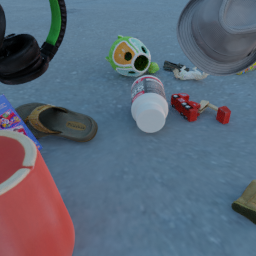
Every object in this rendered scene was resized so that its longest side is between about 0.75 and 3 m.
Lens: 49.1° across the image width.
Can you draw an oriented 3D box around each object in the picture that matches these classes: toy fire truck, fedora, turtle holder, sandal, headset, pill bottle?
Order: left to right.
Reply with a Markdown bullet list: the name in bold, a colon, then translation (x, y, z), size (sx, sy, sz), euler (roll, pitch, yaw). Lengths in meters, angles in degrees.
- **headset**: translation (-2.372, -1.500, 4.865), size (1.395, 1.833, 2.969), euler (29, 82, 35)
- **sandal**: translation (-2.077, -0.157, 7.515), size (2.502, 0.683, 1.022), euler (12, 78, 8)
- **turtle holder**: translation (0.226, -2.627, 11.090), size (1.518, 1.998, 1.419), euler (-45, 45, -6)
- **pill bottle**: translation (0.624, -0.715, 8.321), size (1.069, 1.069, 1.931), euler (0, 34, 0)
- **toy fire truck**: translation (2.236, -0.648, 8.814), size (1.212, 0.419, 1.719), euler (-11, 34, -17)
- **fedora**: translation (1.951, -1.970, 5.064), size (1.974, 1.746, 0.891), euler (-32, -2, -14)

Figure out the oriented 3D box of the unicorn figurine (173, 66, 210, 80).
- **unicorn figurine**: translation (2.563, -2.141, 11.037), size (1.520, 0.561, 1.044), euler (-13, 27, 15)

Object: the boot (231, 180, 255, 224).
- **boot**: translation (2.692, 1.491, 5.676), size (0.965, 0.319, 0.845), euler (-26, 41, -35)

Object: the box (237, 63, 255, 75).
- **box**: translation (4.855, -3.018, 11.680), size (1.261, 1.214, 0.769), euler (-20, 39, -29)

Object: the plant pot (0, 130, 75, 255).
- **plant pot**: translation (-2.088, 1.299, 4.406), size (2.316, 2.049, 2.316), euler (0, 33, 0)

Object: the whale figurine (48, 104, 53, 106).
- **whale figurine**: translation (-2.484, -0.424, 8.451), size (1.141, 0.592, 0.908), euler (1, 1, -40)

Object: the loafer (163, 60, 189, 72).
- **loafer**: translation (2.028, -2.599, 11.762), size (1.138, 0.358, 0.409), euler (13, 17, 20)

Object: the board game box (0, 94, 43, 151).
- **board game box**: translation (-3.312, 0.473, 6.092), size (0.535, 1.605, 2.388), euler (-28, 8, 45)
